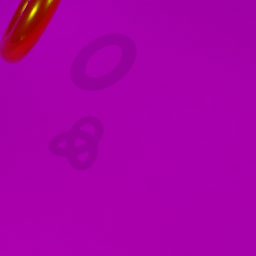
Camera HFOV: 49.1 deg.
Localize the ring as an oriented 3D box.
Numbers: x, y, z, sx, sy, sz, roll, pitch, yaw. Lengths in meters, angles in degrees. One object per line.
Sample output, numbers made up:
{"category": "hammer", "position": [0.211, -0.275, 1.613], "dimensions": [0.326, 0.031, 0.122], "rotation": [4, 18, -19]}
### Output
{"category": "ring", "position": [-1.653, -2.025, 4.868], "dimensions": [0.398, 1.990, 1.990], "rotation": [28, 61, -32]}
